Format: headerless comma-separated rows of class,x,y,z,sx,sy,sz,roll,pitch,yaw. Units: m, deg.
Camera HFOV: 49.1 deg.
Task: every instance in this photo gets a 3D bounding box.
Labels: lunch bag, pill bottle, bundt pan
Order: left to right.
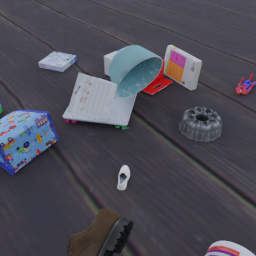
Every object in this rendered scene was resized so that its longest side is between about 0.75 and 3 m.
lunch bag,-3.979,0.140,9.384,2.560,1.204,1.928,18,44,34
bundt pan,2.648,-0.222,10.111,1.591,0.597,1.591,1,39,-1
pill bottle,1.714,3.308,5.290,1.193,1.193,2.121,25,46,28

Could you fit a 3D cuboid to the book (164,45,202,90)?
book,2.388,-2.749,12.605,0.484,1.345,2.013,-17,43,-27

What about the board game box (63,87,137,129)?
board game box,-1.014,-0.910,11.169,2.453,0.317,2.453,7,40,8

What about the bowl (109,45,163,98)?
bowl,0.129,-2.288,10.683,2.186,2.186,1.143,-26,71,-28

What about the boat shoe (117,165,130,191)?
boat shoe,-0.118,1.411,8.313,0.325,0.318,0.917,4,39,5

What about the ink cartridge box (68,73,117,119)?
ink cartridge box,-1.225,-1.054,9.381,1.637,1.310,0.387,11,11,-43

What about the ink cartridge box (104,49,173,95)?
ink cartridge box,0.486,-2.685,12.805,2.885,0.970,1.676,29,46,31

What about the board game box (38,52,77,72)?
board game box,-3.552,-3.380,14.214,1.384,0.300,1.377,15,41,17

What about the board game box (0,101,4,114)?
board game box,-6.566,-0.476,10.474,2.943,0.507,1.992,8,40,10

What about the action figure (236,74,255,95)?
action figure,5.237,-1.911,12.341,0.591,0.467,1.807,31,51,29

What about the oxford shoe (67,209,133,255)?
oxford shoe,-0.921,2.773,5.774,1.017,0.876,2.410,24,59,23
